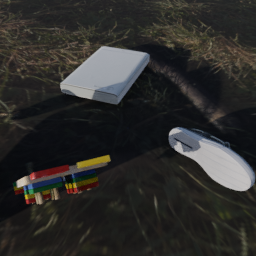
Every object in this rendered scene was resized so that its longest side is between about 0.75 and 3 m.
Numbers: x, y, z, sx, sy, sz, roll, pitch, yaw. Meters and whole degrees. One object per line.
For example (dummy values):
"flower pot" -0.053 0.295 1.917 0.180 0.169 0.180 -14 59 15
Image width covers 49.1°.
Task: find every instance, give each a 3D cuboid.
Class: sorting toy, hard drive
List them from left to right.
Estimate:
"sorting toy" -1.079 0.903 4.637 1.280 2.655 0.449 -10 81 -29
"hard drive" -0.598 -1.753 8.702 1.792 0.357 2.718 14 41 17

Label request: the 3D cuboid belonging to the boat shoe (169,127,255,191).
"boat shoe" 1.822 0.479 5.932 0.747 0.760 2.107 -16 38 -33
